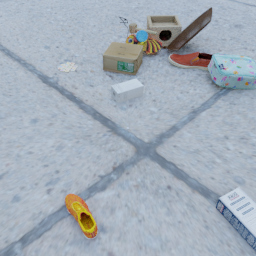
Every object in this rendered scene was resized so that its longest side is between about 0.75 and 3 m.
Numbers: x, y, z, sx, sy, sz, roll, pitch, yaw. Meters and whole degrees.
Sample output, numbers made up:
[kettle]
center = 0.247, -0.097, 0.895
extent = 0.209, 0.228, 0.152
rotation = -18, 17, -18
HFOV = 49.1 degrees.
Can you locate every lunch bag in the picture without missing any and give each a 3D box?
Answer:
[lunch bag]
center = 4.183, -2.306, 11.105
extent = 1.915, 0.738, 1.536
rotation = 5, 50, -9

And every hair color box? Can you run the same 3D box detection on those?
[hair color box]
center = 2.842, 2.144, 6.603
extent = 0.705, 0.427, 1.410
rotation = -20, 46, -21

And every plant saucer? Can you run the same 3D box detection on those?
[plant saucer]
center = 2.910, -4.403, 12.843
extent = 0.476, 2.600, 2.600
rotation = 49, 52, -3

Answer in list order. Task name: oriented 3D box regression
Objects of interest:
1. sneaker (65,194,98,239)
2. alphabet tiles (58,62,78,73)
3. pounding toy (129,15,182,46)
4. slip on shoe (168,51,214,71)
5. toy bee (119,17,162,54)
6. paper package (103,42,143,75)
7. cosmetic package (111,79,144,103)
[sneaker]
center = -1.104, 2.005, 6.705
extent = 0.491, 0.519, 1.346
rotation = -28, 47, -26
[alphabet tiles]
center = -2.635, -2.660, 12.264
extent = 0.776, 0.058, 0.793
rotation = 9, 43, 10
[pounding toy]
center = 1.265, -4.507, 13.521
extent = 2.457, 1.124, 2.159
rotation = -2, 42, -1
[slip on shoe]
center = 2.905, -3.011, 12.183
extent = 2.284, 0.699, 0.846
rotation = 11, 45, 14
[toy bee]
center = 0.371, -3.934, 12.980
extent = 2.232, 1.213, 1.461
rotation = 30, 5, 10
[paper package]
center = -0.203, -3.037, 12.142
extent = 1.514, 0.783, 1.443
rotation = 11, 43, 11
[cosmetic package]
center = -0.023, -1.420, 10.561
extent = 1.107, 0.470, 0.596
rotation = -18, 45, -20
